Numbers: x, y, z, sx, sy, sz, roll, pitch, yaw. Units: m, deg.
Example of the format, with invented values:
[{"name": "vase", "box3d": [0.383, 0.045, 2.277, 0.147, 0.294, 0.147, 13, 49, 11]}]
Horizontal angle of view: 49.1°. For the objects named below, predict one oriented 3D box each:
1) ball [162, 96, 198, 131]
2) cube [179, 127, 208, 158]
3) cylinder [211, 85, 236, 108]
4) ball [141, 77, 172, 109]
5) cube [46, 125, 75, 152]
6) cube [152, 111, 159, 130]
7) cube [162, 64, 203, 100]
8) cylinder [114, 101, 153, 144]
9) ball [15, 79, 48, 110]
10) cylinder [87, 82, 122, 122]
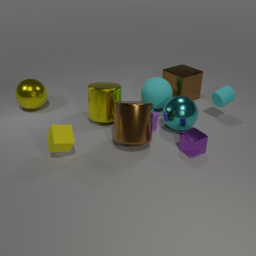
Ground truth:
[{"name": "ball", "box3d": [2.057, -0.576, 11.037, 1.400, 1.400, 1.400, 0, 30, 0]}, {"name": "cube", "box3d": [2.282, 0.508, 9.838, 0.700, 0.700, 0.700, -19, 35, -26]}, {"name": "cylinder", "box3d": [3.996, -1.318, 11.722, 0.700, 0.700, 0.700, -30, 39, -15]}, {"name": "ball", "box3d": [1.287, -1.565, 12.609, 1.400, 1.400, 1.400, 0, 30, 0]}, {"name": "cube", "box3d": [-2.275, 0.354, 9.404, 0.700, 0.700, 0.700, -1, 62, -31]}, {"name": "cube", "box3d": [0.708, -0.327, 11.218, 0.700, 0.700, 0.700, -11, 31, -29]}, {"name": "cube", "box3d": [2.624, -2.171, 13.738, 1.400, 1.400, 1.400, -20, 36, -30]}, {"name": "cylinder", "box3d": [0.188, -0.231, 10.075, 1.400, 1.400, 1.400, 1, 9, 0]}, {"name": "ball", "box3d": [-4.367, -1.529, 12.670, 1.400, 1.400, 1.400, 0, 30, 0]}, {"name": "cylinder", "box3d": [-0.979, -1.108, 11.737, 1.400, 1.400, 1.400, 2, 21, -1]}]
